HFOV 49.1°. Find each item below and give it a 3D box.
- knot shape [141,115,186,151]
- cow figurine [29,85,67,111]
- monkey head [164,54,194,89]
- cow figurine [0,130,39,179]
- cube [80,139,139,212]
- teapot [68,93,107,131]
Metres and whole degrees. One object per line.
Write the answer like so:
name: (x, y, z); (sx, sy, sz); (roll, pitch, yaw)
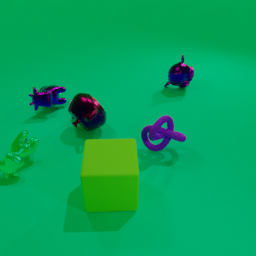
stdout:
knot shape: (0.889, 0.120, 7.344); (1.213, 1.135, 0.560); (-8, 57, 11)
cow figurine: (-2.816, -1.091, 9.568); (1.404, 0.783, 1.427); (-11, 20, -36)
monkey head: (2.070, -2.167, 10.964); (0.956, 1.586, 1.141); (27, 44, -1)
cow figurine: (-2.847, 0.659, 7.162); (1.218, 0.679, 1.238); (-55, 20, -15)
cube: (-0.370, 1.016, 6.105); (1.134, 1.134, 1.134); (-1, 37, -1)
teapot: (-1.303, -0.411, 8.400); (0.962, 1.222, 1.966); (-46, 20, -12)
